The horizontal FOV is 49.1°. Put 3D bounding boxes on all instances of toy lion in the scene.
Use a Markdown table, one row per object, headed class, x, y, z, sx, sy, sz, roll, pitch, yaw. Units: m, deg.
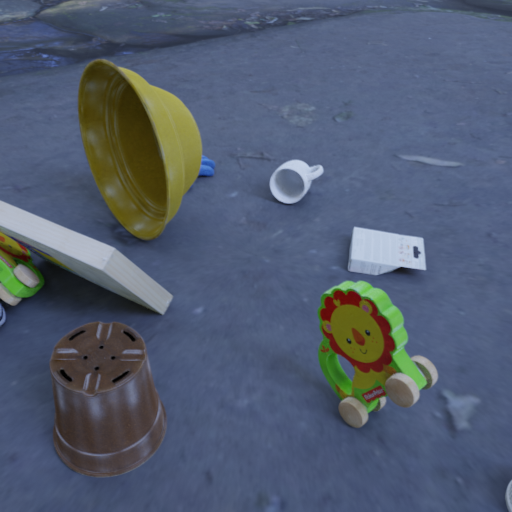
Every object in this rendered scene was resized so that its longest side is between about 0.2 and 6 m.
| class | x | y | z | sx | sy | sz | roll | pitch | yaw |
| --- | --- | --- | --- | --- | --- | --- | --- | --- | --- |
| toy lion | 1.333 | 1.193 | 7.160 | 0.598 | 1.743 | 1.671 | -27 | 76 | -36 |
| toy lion | -4.361 | -0.042 | 9.652 | 0.617 | 1.796 | 1.722 | -45 | 3 | 1 |

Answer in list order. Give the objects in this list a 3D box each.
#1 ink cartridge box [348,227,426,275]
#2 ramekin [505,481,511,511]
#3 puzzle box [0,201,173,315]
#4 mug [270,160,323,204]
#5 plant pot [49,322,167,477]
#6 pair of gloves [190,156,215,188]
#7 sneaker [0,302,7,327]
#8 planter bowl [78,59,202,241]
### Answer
| class | x | y | z | sx | sy | sz | roll | pitch | yaw |
| --- | --- | --- | --- | --- | --- | --- | --- | --- | --- |
| ink cartridge box | 2.444 | -0.037 | 10.554 | 1.350 | 0.385 | 1.097 | 13 | 37 | 4 |
| ramekin | 3.368 | 2.798 | 6.455 | 0.837 | 0.439 | 0.837 | 0 | 36 | 0 |
| puzzle box | -3.005 | -0.031 | 9.150 | 3.012 | 2.004 | 0.383 | 21 | 74 | 25 |
| mug | 0.951 | -1.735 | 12.347 | 1.100 | 0.812 | 0.965 | -14 | 20 | 27 |
| plant pot | -1.893 | 1.698 | 7.015 | 1.479 | 1.464 | 1.479 | 2 | 39 | -2 |
| pair of gloves | -2.576 | -2.427 | 13.793 | 2.692 | 0.381 | 3.348 | -14 | 37 | -18 |
| sneaker | -5.206 | 0.357 | 9.385 | 1.255 | 1.067 | 2.868 | -25 | 42 | -21 |
| planter bowl | -2.026 | -2.111 | 10.803 | 1.416 | 3.400 | 3.400 | -23 | 42 | -33 |
